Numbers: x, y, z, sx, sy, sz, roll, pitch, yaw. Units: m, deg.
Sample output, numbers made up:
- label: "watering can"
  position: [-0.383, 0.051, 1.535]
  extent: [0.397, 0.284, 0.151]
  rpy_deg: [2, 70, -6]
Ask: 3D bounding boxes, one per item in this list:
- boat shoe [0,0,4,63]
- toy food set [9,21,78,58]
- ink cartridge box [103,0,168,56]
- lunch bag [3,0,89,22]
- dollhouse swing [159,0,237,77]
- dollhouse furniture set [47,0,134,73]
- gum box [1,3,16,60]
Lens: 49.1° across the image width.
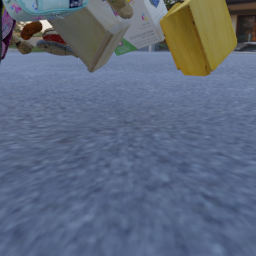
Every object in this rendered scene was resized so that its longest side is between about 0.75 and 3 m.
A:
- label: "boat shoe"
  position: [-2.560, -2.148, 4.790]
  extent: [0.847, 2.991, 1.027]
  rpy_deg: [-3, -6, 25]
- label: "toy food set"
  position: [-2.928, -2.683, 8.323]
  extent: [2.724, 0.429, 1.731]
  rpy_deg: [10, -20, 6]
- label: "ink cartridge box"
  position: [-0.055, -3.843, 8.710]
  extent: [1.932, 2.659, 1.164]
  rpy_deg: [-5, 37, 39]
- label: "lunch bag"
  position: [-1.176, -2.144, 3.618]
  extent: [0.571, 1.480, 1.187]
  rpy_deg: [3, 23, 43]
- label: "dollhouse swing"
  position: [2.239, -2.780, 7.205]
  extent: [2.118, 2.189, 2.409]
  rpy_deg: [-25, 14, -4]
- label: "dollhouse furniture set"
  position: [-0.202, -2.729, 5.636]
  extent: [2.788, 1.852, 2.444]
  rpy_deg: [-41, 0, -31]
- label: "gum box"
  position: [-3.193, -2.528, 6.216]
  extent: [1.176, 2.072, 0.685]
  rpy_deg: [29, 31, -9]
